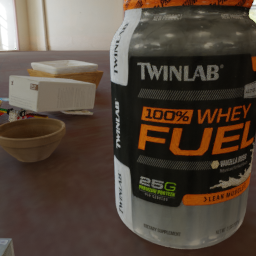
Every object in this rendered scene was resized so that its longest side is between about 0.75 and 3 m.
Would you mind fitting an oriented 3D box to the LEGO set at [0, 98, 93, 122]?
[{"bbox_3d":[-2.671,-0.419,7.824,2.756,0.676,2.059,-1,14,-42],"label":"LEGO set"}]

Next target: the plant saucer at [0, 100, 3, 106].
[{"bbox_3d":[-4.668,-0.438,7.705,2.296,0.407,2.296,0,18,0],"label":"plant saucer"}]

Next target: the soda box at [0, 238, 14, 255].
[{"bbox_3d":[-1.667,1.276,2.573,1.140,0.389,0.362,0,18,1],"label":"soda box"}]

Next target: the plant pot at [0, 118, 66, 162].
[{"bbox_3d":[-1.825,0.257,5.325,1.287,0.594,1.287,0,18,0],"label":"plant pot"}]

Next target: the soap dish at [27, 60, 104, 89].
[{"bbox_3d":[-2.688,-2.195,11.873,2.181,1.126,2.772,-14,23,-37],"label":"soap dish"}]

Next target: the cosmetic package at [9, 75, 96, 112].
[{"bbox_3d":[-1.989,-0.942,7.706,1.126,0.820,2.215,15,15,30],"label":"cosmetic package"}]

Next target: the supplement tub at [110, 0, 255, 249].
[{"bbox_3d":[0.627,-0.190,3.282,1.656,2.702,1.656,-2,18,1],"label":"supplement tub"}]
